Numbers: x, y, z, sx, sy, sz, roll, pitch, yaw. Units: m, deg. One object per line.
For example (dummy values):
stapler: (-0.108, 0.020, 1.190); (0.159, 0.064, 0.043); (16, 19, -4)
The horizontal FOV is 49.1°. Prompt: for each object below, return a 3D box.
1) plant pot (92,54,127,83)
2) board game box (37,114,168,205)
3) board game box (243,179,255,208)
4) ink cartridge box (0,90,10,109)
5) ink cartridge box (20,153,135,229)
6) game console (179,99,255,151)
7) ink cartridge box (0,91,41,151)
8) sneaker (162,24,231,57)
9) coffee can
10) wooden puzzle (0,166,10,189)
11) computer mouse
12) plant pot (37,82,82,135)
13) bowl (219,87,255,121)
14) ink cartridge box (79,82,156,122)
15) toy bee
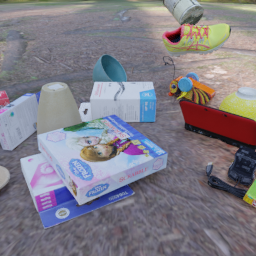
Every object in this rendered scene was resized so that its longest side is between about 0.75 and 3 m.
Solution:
plant pot: (-0.949, -2.280, 12.272); (1.040, 1.545, 1.545); (-30, 13, 34)
board game box: (-0.701, 0.590, 7.146); (2.425, 0.500, 2.431); (-18, 36, -32)
board game box: (3.657, 1.375, 6.765); (1.008, 0.316, 2.111); (33, 44, 26)
ink cartridge box: (-4.630, -0.341, 8.854); (1.770, 1.299, 0.734); (-15, 34, -25)
ink cartridge box: (-1.332, 1.183, 7.071); (2.246, 0.495, 2.287); (-16, 32, -26)
game console: (3.026, -0.333, 8.764); (2.337, 1.387, 2.014); (22, 37, 32)
ink cartridge box: (-3.347, -0.309, 8.905); (0.417, 1.187, 1.988); (6, 31, 21)
sneaker: (1.018, -1.413, 4.346); (1.087, 0.491, 0.425); (-7, 66, 32)
coffee can: (1.990, -4.411, 10.177); (0.952, 0.952, 1.300); (-15, 61, -24)
wooden puzzle: (-4.538, 1.601, 6.418); (2.512, 0.506, 2.715); (15, 38, 23)
computer mouse: (2.692, 1.102, 7.294); (1.228, 0.402, 1.748); (19, 45, 17)
plant pot: (-2.225, -0.557, 8.902); (1.535, 1.639, 1.535); (0, 30, 0)
bowl: (4.285, -0.909, 10.186); (1.788, 0.962, 1.788); (0, 31, 0)
ink cartridge box: (-0.454, -0.987, 10.321); (2.841, 0.947, 1.645); (0, 30, -1)
toy bee: (2.325, -1.703, 11.536); (1.597, 1.326, 2.439); (-14, 58, -32)
